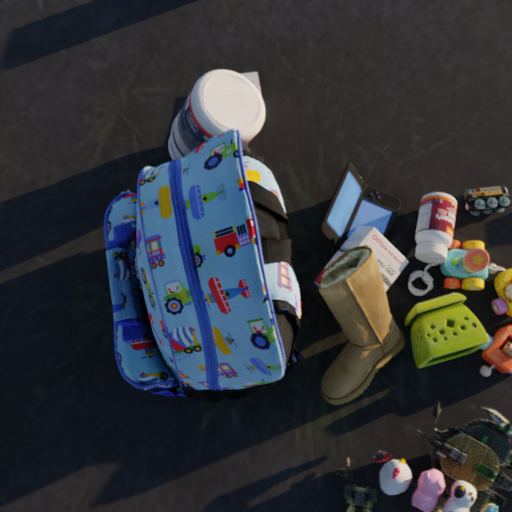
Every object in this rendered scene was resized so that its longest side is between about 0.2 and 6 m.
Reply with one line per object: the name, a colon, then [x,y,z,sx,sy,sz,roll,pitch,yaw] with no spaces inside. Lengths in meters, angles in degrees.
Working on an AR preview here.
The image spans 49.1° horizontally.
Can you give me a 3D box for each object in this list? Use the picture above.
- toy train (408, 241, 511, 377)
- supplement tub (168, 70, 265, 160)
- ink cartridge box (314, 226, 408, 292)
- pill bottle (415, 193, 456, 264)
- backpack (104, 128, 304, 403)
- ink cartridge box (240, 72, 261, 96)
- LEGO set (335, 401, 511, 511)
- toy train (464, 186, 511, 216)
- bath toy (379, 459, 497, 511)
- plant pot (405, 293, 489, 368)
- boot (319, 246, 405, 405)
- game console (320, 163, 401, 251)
toy train: [4.120,0.841,10.058,2.554,0.710,1.918,44,80,9]
supplement tub: [-0.770,-2.308,10.069,1.315,1.874,1.315,7,71,-23]
ink cartridge box: [1.891,0.283,10.053,1.014,0.573,1.382,41,83,-16]
pill bottle: [3.303,-0.507,10.352,0.655,0.655,1.195,13,70,3]
backpack: [-0.789,0.281,8.400,2.807,4.173,3.809,-10,78,-2]
ink cartridge box: [-0.304,-3.156,11.290,0.835,0.293,1.028,-7,69,-2]
LEGO set: [3.108,3.603,9.450,3.454,0.979,2.243,-5,74,12]
toy train: [4.420,-1.085,10.718,0.892,0.380,0.509,-7,67,-2]
bath toy: [2.809,3.719,8.798,1.748,0.646,0.760,22,59,22]
plant pot: [3.236,1.289,9.792,1.083,1.077,0.982,-17,70,-3]
boot: [1.486,1.181,9.299,1.920,2.193,0.725,-42,38,-16]
game console: [1.961,-0.754,10.372,1.271,0.841,1.445,24,78,5]
